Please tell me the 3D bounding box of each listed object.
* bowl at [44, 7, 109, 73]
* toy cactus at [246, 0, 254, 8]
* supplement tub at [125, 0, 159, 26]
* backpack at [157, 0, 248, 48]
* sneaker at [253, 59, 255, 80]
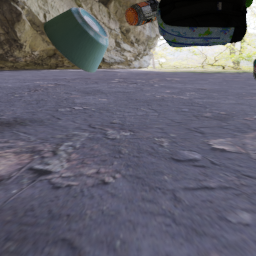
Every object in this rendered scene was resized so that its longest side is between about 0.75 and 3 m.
[{"bbox_3d":[-1.528,-3.103,9.422,1.197,2.289,2.289,-39,0,22],"label":"bowl"},{"bbox_3d":[2.272,-3.069,5.377,2.113,1.744,1.081,6,-24,28],"label":"toy cactus"},{"bbox_3d":[0.592,-4.462,10.884,1.336,0.819,0.819,-28,27,-28],"label":"supplement tub"},{"bbox_3d":[1.213,-1.952,4.929,1.417,1.156,1.090,0,-15,-3],"label":"backpack"},{"bbox_3d":[4.937,-2.138,10.417,0.361,0.863,0.521,-16,17,-2],"label":"sneaker"}]
